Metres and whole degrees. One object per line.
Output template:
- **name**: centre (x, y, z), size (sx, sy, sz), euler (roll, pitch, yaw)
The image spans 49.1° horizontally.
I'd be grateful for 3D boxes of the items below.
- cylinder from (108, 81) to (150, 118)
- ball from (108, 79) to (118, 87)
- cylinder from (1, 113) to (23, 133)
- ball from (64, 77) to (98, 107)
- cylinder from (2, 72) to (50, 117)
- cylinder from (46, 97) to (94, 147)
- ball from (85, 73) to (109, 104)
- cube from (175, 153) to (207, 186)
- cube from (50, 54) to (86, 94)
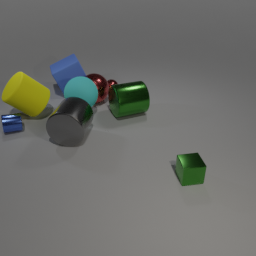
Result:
- **cylinder**: centre (0.023, -1.245, 12.058), size (1.400, 1.400, 1.400), euler (-12, 33, -20)
- **ball**: centre (-0.838, -2.114, 14.195), size (0.700, 0.700, 0.700), euler (0, 31, 0)
- **cylinder**: centre (-4.543, -0.205, 10.961), size (0.700, 0.700, 0.700), euler (-9, 32, -23)
- **ball**: centre (-1.957, -1.440, 11.697), size (1.400, 1.400, 1.400), euler (0, 31, 0)
- **cylinder**: centre (-4.221, -1.379, 11.641), size (1.400, 1.400, 1.400), euler (-24, 50, 32)
- **cylinder**: centre (-2.124, -0.256, 10.411), size (1.400, 1.400, 1.400), euler (4, 31, 7)
- **ball**: centre (-1.572, -1.840, 13.069), size (1.400, 1.400, 1.400), euler (0, 31, 0)
- **cube**: centre (1.906, 1.260, 8.582), size (0.700, 0.700, 0.700), euler (-6, 32, -8)
- **cube**: centre (-2.888, -2.623, 13.949), size (1.400, 1.400, 1.400), euler (-28, 34, -4)
